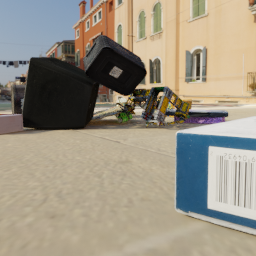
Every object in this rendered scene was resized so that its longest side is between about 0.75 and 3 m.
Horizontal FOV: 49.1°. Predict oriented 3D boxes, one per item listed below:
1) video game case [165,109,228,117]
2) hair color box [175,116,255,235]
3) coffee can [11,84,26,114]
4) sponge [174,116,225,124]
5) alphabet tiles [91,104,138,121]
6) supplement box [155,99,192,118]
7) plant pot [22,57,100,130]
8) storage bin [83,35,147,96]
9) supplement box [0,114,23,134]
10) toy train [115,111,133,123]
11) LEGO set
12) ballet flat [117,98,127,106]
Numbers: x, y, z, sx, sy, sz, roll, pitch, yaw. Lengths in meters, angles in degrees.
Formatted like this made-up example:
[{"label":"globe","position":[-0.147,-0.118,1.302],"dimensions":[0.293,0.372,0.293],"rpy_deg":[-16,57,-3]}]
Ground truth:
[{"label":"video game case","position":[3.023,-0.674,12.461],"dimensions":[2.600,0.247,1.857],"rpy_deg":[1,7,15]},{"label":"hair color box","position":[1.839,0.357,3.388],"dimensions":[1.408,0.852,2.816],"rpy_deg":[5,8,38]},{"label":"coffee can","position":[-3.962,-1.102,12.552],"dimensions":[2.279,1.668,1.668],"rpy_deg":[-3,7,-25]},{"label":"sponge","position":[3.149,-0.390,12.296],"dimensions":[2.055,0.306,1.146],"rpy_deg":[3,7,26]},{"label":"alphabet tiles","position":[-0.962,-0.679,12.483],"dimensions":[2.310,0.088,2.776],"rpy_deg":[-8,12,35]},{"label":"supplement box","position":[2.533,-1.156,15.997],"dimensions":[1.026,0.992,2.983],"rpy_deg":[-2,6,-19]},{"label":"plant pot","position":[-2.294,-1.167,10.322],"dimensions":[2.132,2.397,2.403],"rpy_deg":[14,15,-1]},{"label":"storage bin","position":[-0.463,-2.171,9.965],"dimensions":[1.961,1.326,0.919],"rpy_deg":[23,33,-33]},{"label":"supplement box","position":[-4.521,-0.172,9.228],"dimensions":[1.898,0.578,1.033],"rpy_deg":[2,7,27]},{"label":"toy train","position":[-0.168,-0.530,12.748],"dimensions":[0.356,0.481,1.705],"rpy_deg":[-13,3,19]},{"label":"LEGO set","position":[0.951,-0.518,10.726],"dimensions":[2.609,1.511,2.006],"rpy_deg":[9,-18,38]},{"label":"ballet flat","position":[-0.279,-1.168,15.808],"dimensions":[0.986,1.051,2.907],"rpy_deg":[-1,6,-2]}]
